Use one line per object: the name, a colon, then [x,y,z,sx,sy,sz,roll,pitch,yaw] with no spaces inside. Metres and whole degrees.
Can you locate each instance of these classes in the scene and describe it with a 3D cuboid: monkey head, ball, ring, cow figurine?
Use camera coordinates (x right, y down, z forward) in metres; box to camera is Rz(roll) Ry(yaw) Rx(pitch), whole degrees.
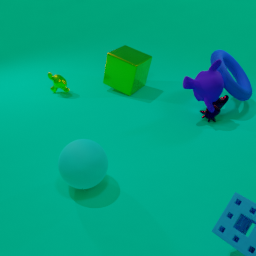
monkey head: [2.408,-1.352,8.839,1.185,1.648,0.993,5,5,-35]
ball: [-1.031,0.828,6.478,1.145,1.145,1.145,0,32,0]
monkey head: [-2.765,-1.715,10.982,1.029,0.740,0.620,41,2,-11]
ring: [3.670,-1.877,9.910,2.085,0.417,2.085,26,46,-30]
cow figurine: [2.885,-0.711,9.510,0.647,1.159,1.178,35,1,4]

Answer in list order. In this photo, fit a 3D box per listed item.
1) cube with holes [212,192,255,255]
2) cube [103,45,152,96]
cube with holes: [2.024,1.676,4.625,0.766,0.766,0.766,28,83,45]
cube: [-0.025,-2.323,11.201,1.338,1.338,1.338,28,39,18]
